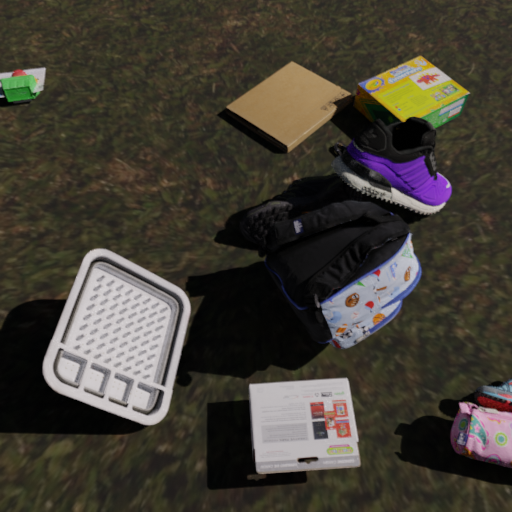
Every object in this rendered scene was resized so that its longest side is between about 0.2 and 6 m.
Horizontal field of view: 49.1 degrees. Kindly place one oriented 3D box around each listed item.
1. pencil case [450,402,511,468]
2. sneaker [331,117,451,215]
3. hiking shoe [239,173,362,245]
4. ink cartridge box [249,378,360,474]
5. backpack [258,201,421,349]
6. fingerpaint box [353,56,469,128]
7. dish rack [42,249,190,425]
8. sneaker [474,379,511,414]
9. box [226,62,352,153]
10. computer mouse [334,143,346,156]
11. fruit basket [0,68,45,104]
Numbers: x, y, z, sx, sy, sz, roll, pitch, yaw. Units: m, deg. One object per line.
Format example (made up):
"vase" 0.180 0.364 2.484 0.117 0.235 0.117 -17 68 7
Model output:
"pencil case" 4.239 2.968 9.036 2.091 0.914 0.914 12 56 7
"sneaker" 3.184 -1.899 11.306 3.292 1.637 1.144 7 39 -39
"hiking shoe" 0.888 -1.029 11.931 2.622 0.993 1.320 -19 25 1
"ink cartridge box" 0.752 2.871 9.204 1.678 0.704 1.473 -3 53 -1
"backpack" 1.640 0.263 9.921 2.412 1.950 2.532 -35 38 1
"fingerpaint box" 3.808 -3.856 13.882 2.108 0.773 1.758 -29 61 -19
"dish rack" -2.393 1.426 9.768 2.294 0.582 2.673 31 51 -28
"sneaker" 4.498 2.386 9.693 1.564 0.620 0.747 10 51 -5
"box" 0.845 -3.841 14.181 2.087 0.272 2.553 37 63 24
"computer mouse" 2.593 -2.225 13.033 1.830 0.311 0.536 31 62 20
"fruit basket" -6.093 -4.475 14.549 1.187 0.600 1.281 -11 40 -8
